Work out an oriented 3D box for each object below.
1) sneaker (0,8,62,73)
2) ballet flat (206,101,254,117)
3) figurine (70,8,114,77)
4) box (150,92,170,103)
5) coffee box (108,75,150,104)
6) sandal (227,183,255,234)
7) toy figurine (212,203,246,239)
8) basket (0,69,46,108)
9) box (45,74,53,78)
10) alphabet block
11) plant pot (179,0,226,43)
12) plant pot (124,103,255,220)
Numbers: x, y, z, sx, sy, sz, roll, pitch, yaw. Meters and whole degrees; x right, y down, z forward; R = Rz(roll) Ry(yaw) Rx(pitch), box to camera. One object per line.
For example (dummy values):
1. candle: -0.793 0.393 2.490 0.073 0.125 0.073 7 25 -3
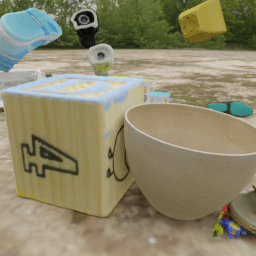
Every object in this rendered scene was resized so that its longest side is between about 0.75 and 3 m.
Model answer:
1. sneaker: -2.778 -2.220 7.250 1.546 0.942 2.368 -37 7 26
2. ballet flat: 4.485 -0.902 12.372 1.975 0.671 0.675 9 13 24
3. figurine: -1.286 -3.048 10.861 0.985 2.289 2.233 -24 -2 -6
4. box: 0.551 -1.045 12.181 2.485 1.023 0.611 5 20 14
5. coffee box: -0.415 -0.965 10.758 1.836 1.816 1.834 16 26 38
6. sandal: 3.085 1.398 5.828 2.632 0.711 1.057 -10 23 -28
7. toy figurine: 1.926 1.791 5.158 0.532 0.468 0.888 25 16 24
8. basket: -5.103 -1.841 13.242 2.444 1.657 1.508 -3 6 0
9. box: -4.959 -2.240 15.336 1.751 1.104 1.781 -6 21 -17
10. alphabet block: -1.103 0.177 6.633 2.445 2.490 2.432 8 22 22
11. plant pot: 2.979 -4.411 11.751 1.475 1.466 1.509 -8 16 47
12. plant pot: 1.176 0.742 5.769 2.747 1.844 2.747 7 21 -3
